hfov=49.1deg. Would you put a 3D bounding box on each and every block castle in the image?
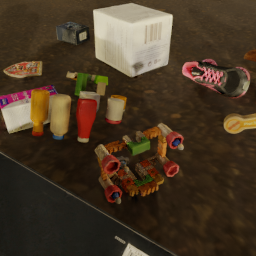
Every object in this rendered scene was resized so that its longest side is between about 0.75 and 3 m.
[{"bbox_3d":[0.271,0.763,5.855,1.802,1.204,0.845,-19,41,-22],"label":"block castle"}]

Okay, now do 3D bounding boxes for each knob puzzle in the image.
[{"bbox_3d":[-4.178,-2.389,11.102,1.599,0.222,1.599,0,36,0],"label":"knob puzzle"}]

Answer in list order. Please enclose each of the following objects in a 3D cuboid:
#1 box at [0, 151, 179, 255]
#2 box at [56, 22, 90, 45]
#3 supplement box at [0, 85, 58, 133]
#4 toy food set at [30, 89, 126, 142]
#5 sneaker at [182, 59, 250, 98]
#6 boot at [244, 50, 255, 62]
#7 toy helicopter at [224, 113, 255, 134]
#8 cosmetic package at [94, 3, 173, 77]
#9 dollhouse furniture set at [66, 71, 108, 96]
[{"bbox_3d":[-0.582,1.624,3.795,2.825,1.994,1.114,21,72,28],"label":"box"},{"bbox_3d":[-2.728,-4.723,13.939,1.335,0.714,0.990,22,41,28],"label":"box"},{"bbox_3d":[-2.760,-0.566,8.049,1.594,0.824,0.807,-19,39,-21],"label":"supplement box"},{"bbox_3d":[-1.217,-0.297,7.745,2.715,1.222,1.296,0,17,-31],"label":"toy food set"},{"bbox_3d":[2.720,-1.677,9.131,1.260,1.044,2.643,4,19,-25],"label":"sneaker"},{"bbox_3d":[6.303,-2.902,11.668,1.984,0.722,2.108,-25,35,-19],"label":"boot"},{"bbox_3d":[3.664,-0.319,7.193,2.329,1.540,0.919,-8,31,20],"label":"toy helicopter"},{"bbox_3d":[0.156,-3.623,11.253,2.054,2.042,2.455,-25,43,-31],"label":"cosmetic package"},{"bbox_3d":[-1.478,-1.515,9.799,0.984,0.754,1.502,2,12,-34],"label":"dollhouse furniture set"}]
